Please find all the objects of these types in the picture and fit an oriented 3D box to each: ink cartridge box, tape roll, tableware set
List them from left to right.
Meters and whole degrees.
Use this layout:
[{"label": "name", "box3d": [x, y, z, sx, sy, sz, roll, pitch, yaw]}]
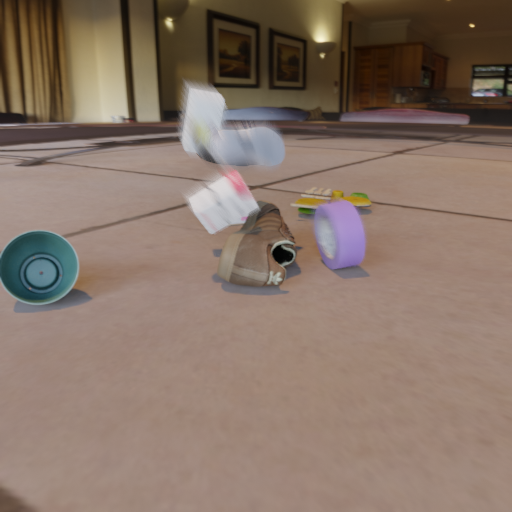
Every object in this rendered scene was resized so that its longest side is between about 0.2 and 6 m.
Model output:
[{"label": "ink cartridge box", "box3d": [-0.585, -0.943, 9.991, 1.003, 0.726, 0.423, -30, 53, 3]}, {"label": "ink cartridge box", "box3d": [-0.460, -1.043, 14.400, 0.931, 0.349, 0.767, -6, 17, -21]}, {"label": "tableware set", "box3d": [2.156, -1.373, 15.455, 1.951, 0.445, 2.897, 8, 18, 16]}, {"label": "tape roll", "box3d": [1.568, -0.396, 10.675, 0.526, 1.238, 1.238, -10, 19, -12]}]

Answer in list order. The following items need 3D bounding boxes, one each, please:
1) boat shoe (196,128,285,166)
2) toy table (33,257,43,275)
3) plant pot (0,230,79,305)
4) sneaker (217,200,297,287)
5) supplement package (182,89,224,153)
[{"label": "boat shoe", "box3d": [-0.302, -2.046, 10.841, 0.699, 0.738, 2.111, -2, 9, 41]}, {"label": "toy table", "box3d": [-4.163, 0.253, 10.032, 0.798, 0.509, 0.868, 2, 19, 8]}, {"label": "plant pot", "box3d": [-3.564, 0.241, 9.262, 1.206, 1.206, 0.808, -6, -8, -19]}, {"label": "sneaker", "box3d": [0.220, -0.155, 10.875, 1.210, 1.128, 3.202, 19, 26, 7]}, {"label": "supplement package", "box3d": [-1.038, -2.592, 10.873, 0.618, 1.087, 0.595, 6, 26, -15]}]
